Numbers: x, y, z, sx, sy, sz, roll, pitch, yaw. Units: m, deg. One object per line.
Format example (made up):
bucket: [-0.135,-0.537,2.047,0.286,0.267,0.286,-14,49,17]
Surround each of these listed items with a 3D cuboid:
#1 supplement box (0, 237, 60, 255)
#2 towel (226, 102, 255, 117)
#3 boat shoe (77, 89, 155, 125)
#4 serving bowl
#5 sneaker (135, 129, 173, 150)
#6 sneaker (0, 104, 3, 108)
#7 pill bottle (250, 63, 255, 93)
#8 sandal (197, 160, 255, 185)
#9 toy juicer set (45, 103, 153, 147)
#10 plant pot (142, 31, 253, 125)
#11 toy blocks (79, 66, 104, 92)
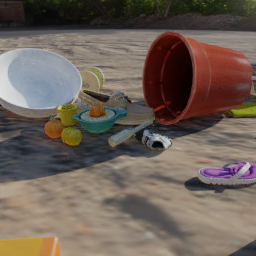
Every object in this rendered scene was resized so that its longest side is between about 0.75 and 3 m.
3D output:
supplement box: [-1.715,1.772,3.446,1.669,0.574,0.555,0,23,-4]
towel: [4.583,-0.672,9.512,2.457,0.222,1.057,-2,23,-4]
boat shoe: [-0.418,-0.714,8.679,2.581,0.893,0.952,8,23,11]
serving bowl: [-3.097,-1.400,9.445,2.956,0.972,2.956,10,49,-12]
sneaker: [0.571,0.312,7.033,1.006,0.373,0.445,13,24,28]
sneaker: [-4.773,-0.828,9.686,0.974,0.361,0.431,-9,23,-19]
pill bottle: [5.120,-1.975,11.117,2.135,1.208,1.208,10,24,42]
sandal: [2.180,0.870,5.742,1.508,0.371,0.614,-6,24,-13]
toy juicer set: [-0.932,-0.174,7.511,2.843,0.774,1.809,5,24,18]
plant pot: [2.225,-1.518,8.750,2.606,2.680,2.680,-4,23,-27]
toy blocks: [-2.194,-2.199,11.957,2.493,1.086,2.992,1,23,3]
